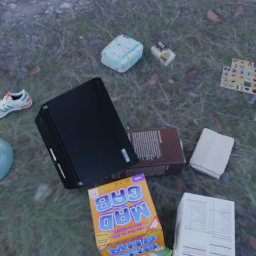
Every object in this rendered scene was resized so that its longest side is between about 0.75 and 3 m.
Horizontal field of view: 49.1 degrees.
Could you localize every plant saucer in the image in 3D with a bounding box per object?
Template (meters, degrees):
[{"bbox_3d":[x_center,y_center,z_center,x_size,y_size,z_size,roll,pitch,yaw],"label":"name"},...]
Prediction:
[{"bbox_3d":[-5.160,1.110,9.863,2.088,0.375,2.088,0,57,0],"label":"plant saucer"}]

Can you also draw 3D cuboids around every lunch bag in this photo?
[{"bbox_3d":[-0.205,-3.391,12.690,1.448,0.696,1.805,31,61,19],"label":"lunch bag"}]

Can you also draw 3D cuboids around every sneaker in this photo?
[{"bbox_3d":[-4.772,-1.000,10.966,1.889,0.883,0.665,-20,59,-14],"label":"sneaker"}]

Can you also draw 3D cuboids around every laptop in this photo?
[{"bbox_3d":[-1.442,0.329,8.487,1.535,2.972,2.634,-23,88,-28],"label":"laptop"}]

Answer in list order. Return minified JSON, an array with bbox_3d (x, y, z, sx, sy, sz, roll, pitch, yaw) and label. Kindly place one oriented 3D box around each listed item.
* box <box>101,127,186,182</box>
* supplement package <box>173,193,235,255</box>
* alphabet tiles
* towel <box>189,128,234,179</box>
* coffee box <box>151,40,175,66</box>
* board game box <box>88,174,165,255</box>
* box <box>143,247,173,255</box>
[{"bbox_3d":[0.409,0.902,9.619,2.810,1.053,1.407,-5,56,-2],"label":"box"},{"bbox_3d":[2.089,3.067,7.899,1.412,1.423,1.875,9,57,6],"label":"supplement package"},{"bbox_3d":[4.994,-2.331,12.360,1.603,0.072,1.918,15,57,10],"label":"alphabet tiles"},{"bbox_3d":[3.013,0.862,10.062,1.203,0.313,1.815,22,59,14],"label":"towel"},{"bbox_3d":[1.324,-2.844,10.655,0.483,0.341,0.855,-43,82,-4],"label":"coffee box"},{"bbox_3d":[-0.025,2.575,7.869,1.636,1.636,1.637,-16,48,-2],"label":"board game box"},{"bbox_3d":[0.427,3.932,8.026,1.126,0.283,1.560,28,62,18],"label":"box"}]
